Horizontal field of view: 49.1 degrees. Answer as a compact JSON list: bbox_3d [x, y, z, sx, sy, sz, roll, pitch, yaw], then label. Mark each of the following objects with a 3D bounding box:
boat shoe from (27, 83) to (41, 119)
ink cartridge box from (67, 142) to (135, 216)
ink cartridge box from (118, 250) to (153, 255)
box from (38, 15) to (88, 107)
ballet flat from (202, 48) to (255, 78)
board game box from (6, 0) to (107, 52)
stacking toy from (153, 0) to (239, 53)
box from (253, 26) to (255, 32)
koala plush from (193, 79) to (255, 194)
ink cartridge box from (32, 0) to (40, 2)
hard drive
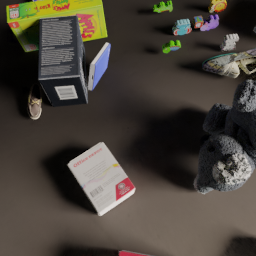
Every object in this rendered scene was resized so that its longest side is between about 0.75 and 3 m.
[{"bbox_3d":[-2.910,-0.845,8.749,0.419,0.347,1.168,5,61,-19],"label":"boat shoe"},{"bbox_3d":[-0.721,1.386,7.683,1.184,0.687,1.604,-32,68,-13],"label":"ink cartridge box"},{"bbox_3d":[0.521,4.291,6.206,1.931,1.109,2.660,9,67,4],"label":"ink cartridge box"},{"bbox_3d":[-1.954,-2.019,8.619,1.178,1.633,2.200,-5,67,-2],"label":"box"},{"bbox_3d":[3.612,-2.073,9.108,2.324,0.836,0.836,-15,68,-7],"label":"ballet flat"},{"bbox_3d":[-2.202,-3.417,9.080,2.864,1.455,0.682,-11,68,-2],"label":"board game box"},{"bbox_3d":[2.364,-3.618,9.914,2.725,0.640,2.054,-7,65,-1],"label":"stacking toy"},{"bbox_3d":[5.520,-4.025,9.874,1.158,0.908,1.862,36,72,15],"label":"box"},{"bbox_3d":[2.805,0.622,7.235,2.397,2.313,2.609,44,70,6],"label":"koala plush"},{"bbox_3d":[-3.159,-5.181,10.732,1.180,0.281,1.194,-27,68,-9],"label":"ink cartridge box"},{"bbox_3d":[-0.888,-1.922,8.693,0.178,0.928,1.407,18,43,3],"label":"hard drive"}]
